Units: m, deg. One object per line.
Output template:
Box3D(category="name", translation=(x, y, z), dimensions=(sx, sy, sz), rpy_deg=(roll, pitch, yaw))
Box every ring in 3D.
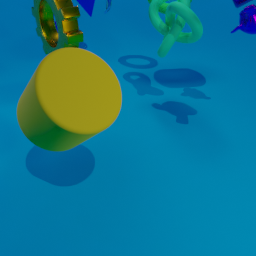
Box3D(category="ring", translation=(1.256, -4.197, 8.300), dimensions=(1.556, 1.556, 0.311), rpy_deg=(-1, 17, -2))

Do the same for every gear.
Box3D(category="gear", translation=(-1.683, -2.434, 6.500), dimensions=(0.371, 2.008, 2.008), rpy_deg=(-22, 43, -29))

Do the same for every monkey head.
Box3D(category="monkey head", translation=(2.904, -2.514, 6.505), dimensions=(1.086, 0.655, 0.781), rpy_deg=(2, 16, 35))

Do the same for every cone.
Box3D(category="cone", translation=(-1.490, -4.652, 9.848), dimensions=(1.526, 1.532, 1.526), rpy_deg=(-7, 43, 6))

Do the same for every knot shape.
Box3D(category="knot shape", translation=(1.253, -2.710, 7.269), dimensions=(0.813, 1.760, 1.647), rpy_deg=(-10, 21, -27))

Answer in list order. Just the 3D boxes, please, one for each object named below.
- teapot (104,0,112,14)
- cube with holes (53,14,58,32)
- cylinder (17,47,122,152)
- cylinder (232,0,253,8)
Box3D(category="teapot", translation=(0.046, -3.348, 6.063), dimensions=(1.236, 1.988, 0.973), rpy_deg=(-10, 74, -54))
Box3D(category="cube with holes", translation=(-2.056, -3.178, 8.125), dimensions=(0.735, 0.735, 0.735), rpy_deg=(-8, 32, -18))
Box3D(category="cylinder", translation=(-0.989, -0.392, 4.560), dimensions=(1.339, 1.339, 1.339), rpy_deg=(10, 70, -29))
Box3D(category="cylinder", translation=(2.921, -3.723, 6.515), dimensions=(1.300, 1.300, 1.300), rpy_deg=(-22, 30, 27))
